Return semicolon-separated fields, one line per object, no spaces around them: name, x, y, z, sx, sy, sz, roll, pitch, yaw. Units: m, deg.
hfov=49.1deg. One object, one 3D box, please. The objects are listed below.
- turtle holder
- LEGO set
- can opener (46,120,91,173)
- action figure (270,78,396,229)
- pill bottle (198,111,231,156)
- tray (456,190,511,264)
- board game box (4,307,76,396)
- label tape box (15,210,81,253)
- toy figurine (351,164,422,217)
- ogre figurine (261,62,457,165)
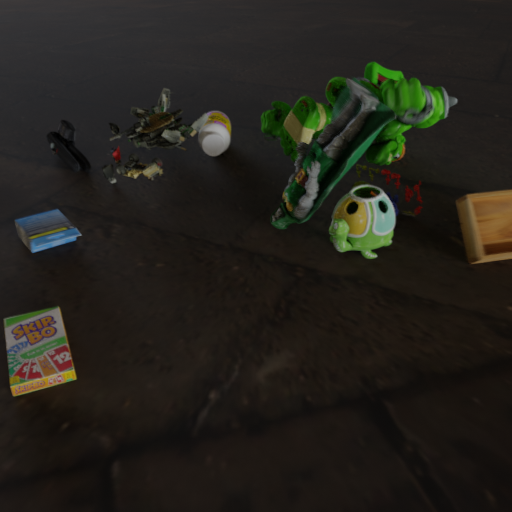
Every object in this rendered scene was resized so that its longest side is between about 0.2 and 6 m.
turtle holder;1.749;-0.631;9.790;1.443;1.025;1.096;-12;34;-18
LEGO set;-2.465;-2.699;13.421;2.385;1.041;3.672;8;46;25
can opener;-4.445;-2.484;13.166;0.638;0.791;2.011;-9;42;-29
action figure;1.116;-1.606;9.862;0.796;2.912;1.720;20;29;-24
pill bottle;-1.019;-2.980;13.773;0.776;0.776;1.488;-1;32;-1
tray;4.683;-0.569;9.649;2.308;1.138;0.427;-7;-10;-10
board game box;-2.982;1.210;7.640;0.770;0.242;1.612;-13;32;-21
label tape box;-3.709;-0.382;10.015;0.807;0.373;1.127;-20;40;-32
toy figurine;2.275;-1.104;10.799;1.593;0.840;0.954;26;46;36
ogre figurine;2.383;-3.170;12.414;2.689;2.201;4.485;-10;-10;-33
